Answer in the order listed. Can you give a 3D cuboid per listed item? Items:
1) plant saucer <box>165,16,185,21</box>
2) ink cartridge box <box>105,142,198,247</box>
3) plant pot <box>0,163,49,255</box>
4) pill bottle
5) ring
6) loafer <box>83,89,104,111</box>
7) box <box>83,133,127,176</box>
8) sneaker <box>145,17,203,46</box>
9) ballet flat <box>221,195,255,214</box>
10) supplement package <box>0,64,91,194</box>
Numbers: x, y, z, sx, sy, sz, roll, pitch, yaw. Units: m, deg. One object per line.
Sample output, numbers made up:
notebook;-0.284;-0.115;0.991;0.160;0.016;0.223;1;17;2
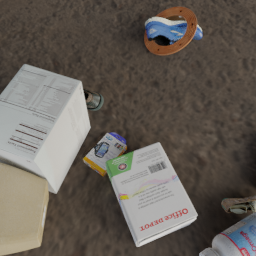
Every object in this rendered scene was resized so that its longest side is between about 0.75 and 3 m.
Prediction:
plant saucer;2.282;-5.188;13.222;1.155;0.170;1.155;0;58;0
ink cartridge box;0.609;1.931;8.321;1.810;1.049;2.499;-19;60;-11
plant pot;-3.266;2.265;7.608;1.970;2.222;2.225;7;58;-11
pill bottle;3.085;3.199;7.456;2.225;1.210;1.210;-25;62;-14
ring;1.805;-4.137;12.015;2.382;0.229;2.382;-11;65;25
loafer;-1.982;-1.159;9.682;2.394;0.753;0.860;11;83;28
box;-0.709;0.818;9.467;0.868;0.302;1.458;33;62;19
sneaker;1.983;-3.983;12.124;2.576;1.012;1.149;2;86;-10
ballet flat;3.562;2.346;8.378;1.446;0.492;0.486;-8;25;4
supplement package;-2.677;0.085;8.555;1.980;2.574;2.692;18;60;11
